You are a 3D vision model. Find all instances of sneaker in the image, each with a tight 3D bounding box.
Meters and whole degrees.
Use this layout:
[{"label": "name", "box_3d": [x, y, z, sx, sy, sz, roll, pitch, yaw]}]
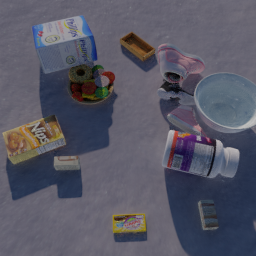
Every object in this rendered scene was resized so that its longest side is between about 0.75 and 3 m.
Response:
[{"label": "sneaker", "box_3d": [2.102, -1.560, 11.413, 1.684, 0.636, 0.959, 16, 63, 12]}, {"label": "sneaker", "box_3d": [2.188, -2.317, 11.297, 2.618, 0.985, 1.368, 12, 71, -41]}, {"label": "sneaker", "box_3d": [2.437, -0.242, 10.620, 1.762, 0.663, 0.921, 39, 72, 25]}]

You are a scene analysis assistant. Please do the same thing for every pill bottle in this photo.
[{"label": "pill bottle", "box_3d": [2.436, 0.940, 9.544, 2.369, 1.320, 1.320, 13, 60, 8]}]

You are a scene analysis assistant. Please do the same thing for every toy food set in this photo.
[{"label": "toy food set", "box_3d": [-1.538, -1.859, 11.681, 1.986, 0.488, 2.007, 1, 59, 1]}]

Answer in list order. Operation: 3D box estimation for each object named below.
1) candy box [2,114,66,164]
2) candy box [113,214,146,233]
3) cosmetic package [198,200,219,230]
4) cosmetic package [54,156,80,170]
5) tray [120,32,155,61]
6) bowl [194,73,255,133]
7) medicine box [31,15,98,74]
[{"label": "candy box", "box_3d": [-3.435, 0.392, 10.311, 2.004, 0.554, 1.157, -22, 61, -12]}, {"label": "candy box", "box_3d": [0.039, 3.053, 8.993, 1.062, 0.140, 0.543, -3, 62, -1]}, {"label": "cosmetic package", "box_3d": [2.579, 2.786, 9.009, 0.451, 0.380, 0.872, -4, 60, -3]}, {"label": "cosmetic package", "box_3d": [-2.149, 1.239, 9.891, 0.846, 0.437, 0.369, -2, 61, -3]}, {"label": "tray", "box_3d": [0.430, -3.786, 12.942, 0.779, 0.292, 1.579, -38, 67, -20]}, {"label": "bowl", "box_3d": [3.717, -0.771, 10.649, 2.587, 1.163, 2.587, 0, 60, 1]}, {"label": "medicine box", "box_3d": [-2.728, -3.649, 12.038, 2.353, 1.211, 2.143, -17, 47, -9]}]
